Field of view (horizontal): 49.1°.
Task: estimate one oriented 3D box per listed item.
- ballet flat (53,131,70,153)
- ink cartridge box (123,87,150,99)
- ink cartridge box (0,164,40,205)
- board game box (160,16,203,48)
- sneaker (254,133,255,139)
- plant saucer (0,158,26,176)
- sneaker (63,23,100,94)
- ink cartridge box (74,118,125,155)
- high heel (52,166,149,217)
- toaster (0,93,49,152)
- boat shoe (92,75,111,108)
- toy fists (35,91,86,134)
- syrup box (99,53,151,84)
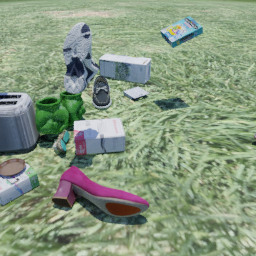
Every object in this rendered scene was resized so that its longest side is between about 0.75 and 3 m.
[{"bbox_3d":[-2.563,0.577,10.614,0.536,0.483,1.424,-22,26,6],"label":"ballet flat"},{"bbox_3d":[0.437,-1.763,14.480,0.989,0.218,1.008,-20,40,-29],"label":"ink cartridge box"},{"bbox_3d":[-3.556,1.677,8.701,0.900,0.522,1.243,28,41,37],"label":"ink cartridge box"},{"bbox_3d":[2.308,-4.168,12.121,1.467,0.344,1.107,-27,50,-2],"label":"board game box"},{"bbox_3d":[5.197,0.372,10.904,0.889,0.377,0.342,-5,40,-33],"label":"sneaker"},{"bbox_3d":[-3.622,1.246,8.755,0.849,0.146,0.849,-2,30,1],"label":"plant saucer"},{"bbox_3d":[-1.362,-2.134,8.580,0.815,2.042,1.329,6,20,8],"label":"sneaker"},{"bbox_3d":[-1.094,0.292,10.673,1.836,0.779,1.337,-6,33,-7],"label":"ink cartridge box"},{"bbox_3d":[-0.727,1.692,8.171,2.900,0.978,1.394,5,43,15],"label":"high heel"},{"bbox_3d":[-4.556,-0.208,10.442,2.893,1.868,1.644,0,33,-1],"label":"toaster"},{"bbox_3d":[-1.373,-1.850,14.061,0.993,0.792,2.627,-6,33,-10],"label":"boat shoe"},{"bbox_3d":[-2.641,-0.595,11.314,0.938,1.390,2.727,16,25,19],"label":"toy fists"},{"bbox_3d":[-0.165,-3.506,16.365,2.897,1.140,1.180,11,34,16],"label":"syrup box"}]
